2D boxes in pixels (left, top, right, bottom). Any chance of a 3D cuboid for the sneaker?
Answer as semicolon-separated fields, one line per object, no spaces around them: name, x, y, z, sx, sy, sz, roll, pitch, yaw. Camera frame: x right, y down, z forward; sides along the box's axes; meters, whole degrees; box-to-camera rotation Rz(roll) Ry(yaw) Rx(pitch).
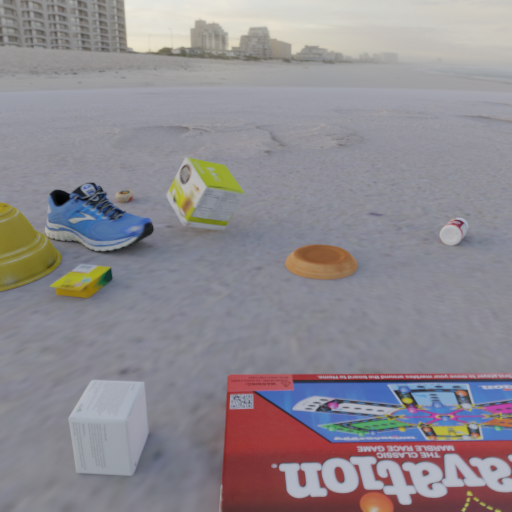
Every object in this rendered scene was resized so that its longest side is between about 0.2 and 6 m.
sneaker;-3.309;-0.836;11.457;2.683;1.196;1.054;10;24;24

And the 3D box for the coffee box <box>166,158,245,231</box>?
coffee box;-1.098;-1.324;12.071;1.088;1.076;1.086;5;40;-42

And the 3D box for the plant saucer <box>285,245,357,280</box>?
plant saucer;1.217;0.074;10.443;1.337;0.250;1.337;0;21;0

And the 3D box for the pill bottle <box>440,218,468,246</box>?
pill bottle;4.160;-0.526;11.717;0.433;0.433;0.791;13;25;30

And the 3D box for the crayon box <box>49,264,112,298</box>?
crayon box;-2.948;0.448;9.469;0.621;0.249;0.978;5;21;15

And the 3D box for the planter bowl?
planter bowl;-5.031;-0.307;10.227;2.700;1.124;2.700;0;22;0

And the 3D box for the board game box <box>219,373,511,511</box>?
board game box;1.858;1.920;5.500;4.357;0.424;2.243;0;22;-1

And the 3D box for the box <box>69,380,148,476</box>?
box;-1.458;1.715;5.643;0.585;0.679;0.682;2;21;4

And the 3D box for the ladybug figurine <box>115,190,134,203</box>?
ladybug figurine;-3.416;-1.548;14.594;0.452;0.240;0.666;3;22;6
